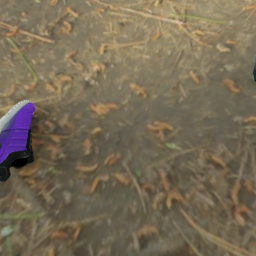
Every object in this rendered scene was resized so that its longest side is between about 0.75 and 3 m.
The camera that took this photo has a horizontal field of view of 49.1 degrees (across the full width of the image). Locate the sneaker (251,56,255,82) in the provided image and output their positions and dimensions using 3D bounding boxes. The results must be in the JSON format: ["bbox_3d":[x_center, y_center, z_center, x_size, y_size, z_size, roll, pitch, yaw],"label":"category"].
[{"bbox_3d":[3.835,-1.697,8.136,0.431,0.753,0.288,11,28,32],"label":"sneaker"}]

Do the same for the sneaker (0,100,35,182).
[{"bbox_3d":[-2.784,0.350,6.915,1.241,0.868,2.496,45,33,-20],"label":"sneaker"}]
